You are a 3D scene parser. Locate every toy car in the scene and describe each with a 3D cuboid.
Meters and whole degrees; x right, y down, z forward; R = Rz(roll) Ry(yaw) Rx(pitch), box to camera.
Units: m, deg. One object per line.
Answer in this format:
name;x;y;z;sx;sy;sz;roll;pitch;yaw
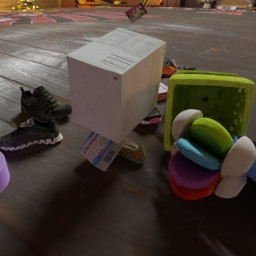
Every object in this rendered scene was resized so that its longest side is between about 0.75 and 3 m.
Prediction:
toy car;1.798;0.885;7.076;1.808;2.411;2.110;-38;55;-23

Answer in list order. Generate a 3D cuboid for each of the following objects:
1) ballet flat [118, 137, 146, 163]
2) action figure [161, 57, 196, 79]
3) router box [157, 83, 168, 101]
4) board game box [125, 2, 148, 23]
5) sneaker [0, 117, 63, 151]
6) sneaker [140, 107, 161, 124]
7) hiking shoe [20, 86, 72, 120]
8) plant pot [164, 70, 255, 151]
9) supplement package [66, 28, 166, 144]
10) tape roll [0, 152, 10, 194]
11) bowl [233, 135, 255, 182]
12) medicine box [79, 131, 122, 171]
ballet flat;-0.270;0.592;9.253;1.892;0.684;0.642;15;26;26
action figure;1.876;-2.582;11.796;1.962;1.026;1.898;-10;25;7
router box;1.143;-1.837;13.804;1.488;0.405;1.657;-12;32;-20
board game box;0.329;-4.532;11.008;0.795;0.477;0.128;-37;6;-12
sneaker;-3.494;0.125;9.728;2.302;1.041;0.765;-8;30;-14
sneaker;0.578;-1.183;11.777;1.076;1.276;2.916;-8;31;-13
hiking shoe;-3.462;-1.090;11.662;2.444;1.230;0.925;7;31;13
plant pot;2.666;-0.711;9.798;2.591;2.578;2.351;6;24;10
supplement package;-0.296;-1.347;8.443;1.793;2.332;2.438;24;44;22
tape roll;-4.487;1.382;7.905;2.044;0.671;2.044;1;30;0
bowl;3.793;1.051;7.528;2.486;0.488;2.486;27;20;-10
medicine box;-0.875;0.660;8.810;1.038;0.534;0.946;33;87;43
